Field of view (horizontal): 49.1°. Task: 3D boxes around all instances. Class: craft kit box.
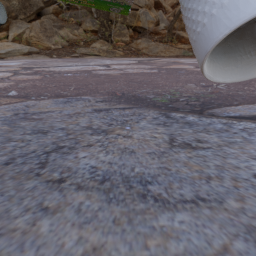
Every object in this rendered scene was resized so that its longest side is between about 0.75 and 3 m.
[{"bbox_3d":[-1.152,-3.062,4.956,2.950,0.716,2.913,9,-1,-9],"label":"craft kit box"}]

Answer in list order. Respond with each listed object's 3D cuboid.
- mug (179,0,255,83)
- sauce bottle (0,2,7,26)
[{"bbox_3d":[1.930,-2.137,4.899,1.934,2.297,2.620,-20,-22,18],"label":"mug"},{"bbox_3d":[-3.417,-1.608,5.148,2.707,0.894,0.894,-17,10,23],"label":"sauce bottle"}]
